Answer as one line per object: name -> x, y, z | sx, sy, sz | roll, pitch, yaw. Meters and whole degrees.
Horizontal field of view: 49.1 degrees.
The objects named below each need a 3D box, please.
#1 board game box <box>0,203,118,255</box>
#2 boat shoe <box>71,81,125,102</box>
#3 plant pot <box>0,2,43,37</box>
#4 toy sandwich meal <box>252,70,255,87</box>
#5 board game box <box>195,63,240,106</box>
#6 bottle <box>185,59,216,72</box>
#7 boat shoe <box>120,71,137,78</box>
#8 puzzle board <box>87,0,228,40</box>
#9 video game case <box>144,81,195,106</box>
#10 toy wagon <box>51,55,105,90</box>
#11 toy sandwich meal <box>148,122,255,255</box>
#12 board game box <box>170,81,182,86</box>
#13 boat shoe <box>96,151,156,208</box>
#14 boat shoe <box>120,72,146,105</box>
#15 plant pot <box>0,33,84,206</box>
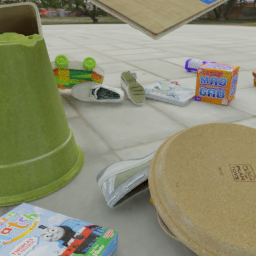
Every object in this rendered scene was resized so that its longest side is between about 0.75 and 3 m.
board game box -> -1.172, 1.613, 3.765 | 1.712, 0.313, 1.295 | 9, 15, 20
boat shoe -> -1.087, -1.267, 9.739 | 1.931, 0.710, 0.645 | 3, 6, 6
plant pot -> -3.555, -1.629, 8.119 | 2.802, 2.805, 2.484 | -9, 5, -5
toy sandwich meal -> 6.543, -2.041, 11.505 | 2.616, 0.896, 2.616 | 3, 25, -1
board game box -> 3.193, -1.611, 10.055 | 1.185, 1.186, 1.186 | 13, 28, 29
bottle -> 3.790, -3.026, 13.861 | 1.895, 0.619, 0.791 | 19, 28, 36
boat shoe -> 0.030, -2.536, 13.158 | 0.884, 0.315, 0.308 | 13, 28, 27
puzzle board -> 0.181, -2.484, 5.004 | 1.976, 0.228, 2.622 | -35, 61, -29
video game case -> 1.599, -1.331, 10.525 | 1.812, 0.199, 1.651 | 18, 30, 29
toy wagon -> -2.220, -1.897, 10.071 | 2.662, 0.527, 2.066 | 2, -15, -12
toy sandwich meal -> 1.719, 0.995, 4.463 | 3.000, 1.027, 3.000 | 2, 41, -1
board game box -> 1.950, -1.890, 11.938 | 0.605, 0.149, 0.766 | -8, 25, -17
boat shoe -> 0.488, 0.872, 5.226 | 2.111, 0.778, 0.677 | -11, 54, -25
boat shoe -> 0.160, -1.340, 10.195 | 0.638, 0.584, 1.706 | -4, 45, -20
plant pot -> -2.393, -0.417, 5.595 | 2.848, 2.704, 2.848 | 0, 25, 0
